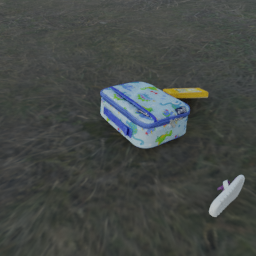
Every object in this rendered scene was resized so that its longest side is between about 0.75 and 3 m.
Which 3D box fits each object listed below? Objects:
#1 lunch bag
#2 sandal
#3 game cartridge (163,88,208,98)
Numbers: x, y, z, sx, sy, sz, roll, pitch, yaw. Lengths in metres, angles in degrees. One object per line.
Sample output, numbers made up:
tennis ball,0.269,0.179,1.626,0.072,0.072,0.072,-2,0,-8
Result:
lunch bag,0.381,-0.450,7.620,1.824,0.935,2.269,-17,39,-31
sandal,1.943,1.253,5.583,0.335,0.555,1.363,28,33,34
game cartridge,1.767,-1.111,8.823,1.224,0.198,1.079,0,15,-3
